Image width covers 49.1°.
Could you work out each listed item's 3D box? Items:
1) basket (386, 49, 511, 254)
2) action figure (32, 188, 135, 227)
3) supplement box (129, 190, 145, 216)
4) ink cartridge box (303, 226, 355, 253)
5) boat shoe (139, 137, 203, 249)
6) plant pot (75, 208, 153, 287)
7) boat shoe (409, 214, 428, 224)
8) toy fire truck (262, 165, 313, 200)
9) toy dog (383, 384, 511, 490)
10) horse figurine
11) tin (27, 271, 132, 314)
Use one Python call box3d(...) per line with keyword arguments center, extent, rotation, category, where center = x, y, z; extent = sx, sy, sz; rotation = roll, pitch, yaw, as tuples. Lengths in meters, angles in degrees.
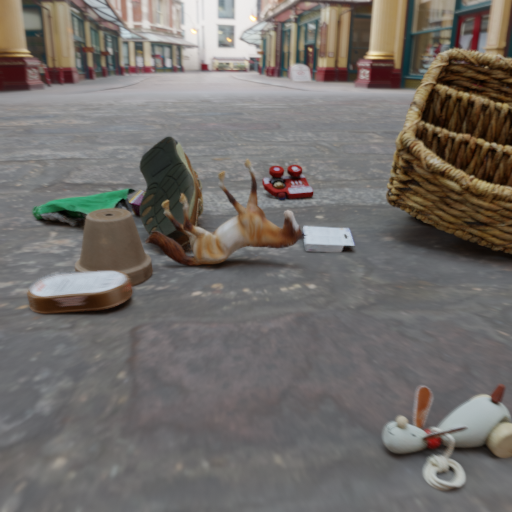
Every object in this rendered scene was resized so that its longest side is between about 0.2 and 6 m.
box3d(center=(4.682, -1.958, 10.573), extent=(3.887, 2.896, 2.774), rotation=(23, 36, 19), category="basket")
box3d(center=(-3.952, -1.029, 12.441), extent=(2.306, 0.631, 1.362), rotation=(-2, 21, 16), category="action figure")
box3d(center=(-2.499, -1.185, 12.956), extent=(0.740, 0.382, 0.484), rotation=(16, 54, 34), category="supplement box")
box3d(center=(1.422, -0.323, 11.125), extent=(0.950, 0.206, 0.933), rotation=(4, 24, 1), category="ink cartridge box")
box3d(center=(-1.618, -1.268, 11.922), extent=(1.298, 1.267, 3.431), rotation=(-30, 39, 14), category="boat shoe")
box3d(center=(-2.431, -0.171, 9.463), extent=(1.293, 1.127, 1.293), rotation=(1, 21, 0), category="plant pot")
box3d(center=(4.620, -1.412, 13.039), extent=(2.779, 0.929, 0.792), rotation=(-15, 29, -26), category="boat shoe")
box3d(center=(0.812, -1.833, 14.658), extent=(1.210, 0.679, 1.016), rotation=(-5, 40, -11), category="toy fire truck")
box3d(center=(1.965, 1.586, 5.457), extent=(1.352, 0.651, 0.892), rotation=(-12, 24, -29), category="toy dog")
box3d(center=(-0.614, -0.524, 9.947), extent=(2.561, 1.697, 0.639), rotation=(-27, 11, 3), category="horse figurine")
box3d(center=(-2.700, 0.535, 8.584), extent=(1.569, 0.328, 0.878), rotation=(-5, 19, 2), category="tin")
